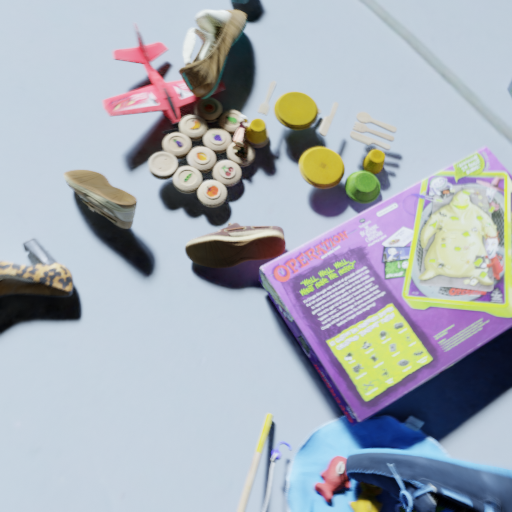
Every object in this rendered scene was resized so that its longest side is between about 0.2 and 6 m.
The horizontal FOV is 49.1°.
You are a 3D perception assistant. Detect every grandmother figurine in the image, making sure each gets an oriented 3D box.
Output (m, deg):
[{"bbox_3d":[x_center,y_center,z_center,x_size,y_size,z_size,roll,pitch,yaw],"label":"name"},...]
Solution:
[{"bbox_3d":[-0.306,-2.515,11.239,0.233,0.466,0.769,25,57,-28],"label":"grandmother figurine"}]

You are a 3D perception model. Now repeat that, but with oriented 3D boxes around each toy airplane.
[{"bbox_3d":[-2.116,-3.644,11.737,2.665,0.490,2.665,6,70,-16],"label":"toy airplane"}]

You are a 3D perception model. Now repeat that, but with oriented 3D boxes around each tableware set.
[{"bbox_3d":[1.246,-2.213,11.241,2.930,0.450,1.974,21,69,2],"label":"tableware set"}]

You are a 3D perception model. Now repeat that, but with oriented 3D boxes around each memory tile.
[{"bbox_3d":[-0.929,-2.135,11.239,1.731,0.190,2.259,30,66,6],"label":"memory tile"}]

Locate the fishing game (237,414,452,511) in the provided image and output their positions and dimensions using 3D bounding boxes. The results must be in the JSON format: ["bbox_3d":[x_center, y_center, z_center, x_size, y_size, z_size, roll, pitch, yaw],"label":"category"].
[{"bbox_3d":[1.890,3.656,8.340,4.236,0.659,3.033,16,49,13],"label":"fishing game"}]

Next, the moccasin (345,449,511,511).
[{"bbox_3d":[2.469,3.303,7.886,2.545,1.024,0.868,-1,59,26],"label":"moccasin"}]

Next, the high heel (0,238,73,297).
[{"bbox_3d":[-4.334,0.658,9.925,1.437,0.720,2.016,40,64,22],"label":"high heel"}]

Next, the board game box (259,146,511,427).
[{"bbox_3d":[3.018,0.342,10.022,5.160,0.833,3.097,-28,74,-13],"label":"board game box"}]

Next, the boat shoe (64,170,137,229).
[{"bbox_3d":[-3.029,-1.104,10.681,1.901,0.613,0.677,32,37,32],"label":"boat shoe"}]

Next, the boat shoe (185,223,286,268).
[{"bbox_3d":[-0.383,-0.268,10.466,1.874,0.676,0.675,-9,36,8],"label":"boat shoe"}]

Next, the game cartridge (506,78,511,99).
[{"bbox_3d":[5.529,-3.441,11.792,0.146,0.481,0.721,-14,67,-5],"label":"game cartridge"}]

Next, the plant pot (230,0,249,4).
[{"bbox_3d":[-0.379,-6.198,12.896,0.619,0.617,0.630,11,74,4],"label":"plant pot"}]

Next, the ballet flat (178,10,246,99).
[{"bbox_3d":[-0.969,-4.504,11.772,0.966,0.905,2.670,39,58,-32],"label":"ballet flat"}]
